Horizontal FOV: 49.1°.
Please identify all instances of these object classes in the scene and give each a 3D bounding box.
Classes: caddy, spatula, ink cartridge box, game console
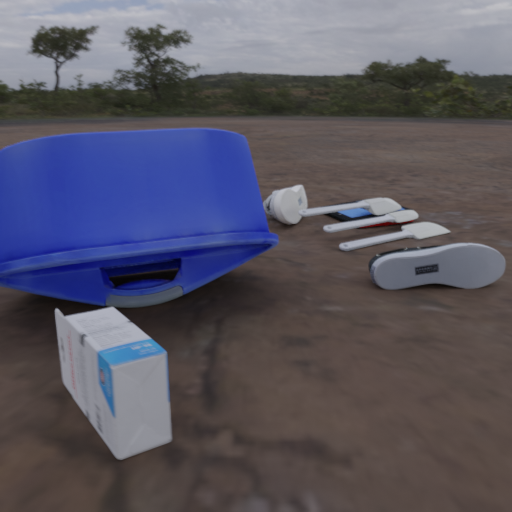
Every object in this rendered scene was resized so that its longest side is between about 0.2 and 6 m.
[{"bbox_3d":[-1.420,-0.287,6.583,3.378,1.773,2.388,-7,-4,-19],"label":"caddy"},{"bbox_3d":[1.992,-0.592,9.794,2.367,0.190,1.646,-11,38,-30],"label":"spatula"},{"bbox_3d":[-1.144,0.882,4.359,0.431,0.748,1.291,-11,20,-33],"label":"ink cartridge box"},{"bbox_3d":[2.170,-0.852,10.931,1.357,0.238,1.534,-6,18,-21],"label":"game console"}]

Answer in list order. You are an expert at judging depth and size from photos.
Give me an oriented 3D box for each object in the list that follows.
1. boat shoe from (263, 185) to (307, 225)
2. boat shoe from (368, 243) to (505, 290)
[{"bbox_3d":[0.494,-1.002,10.798,0.655,0.688,1.911,-12,16,19],"label":"boat shoe"},{"bbox_3d":[2.303,0.097,7.251,1.723,0.591,0.488,-3,17,-2],"label":"boat shoe"}]
